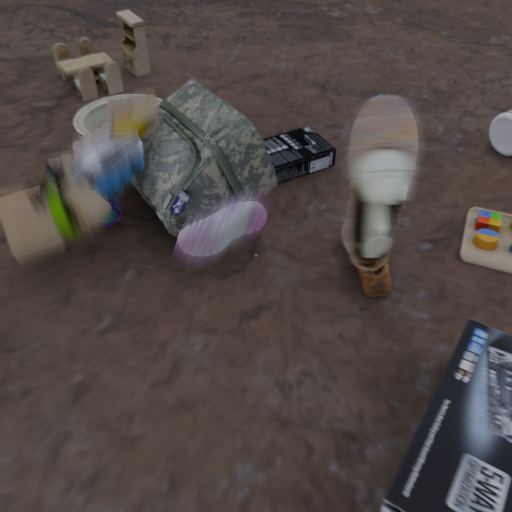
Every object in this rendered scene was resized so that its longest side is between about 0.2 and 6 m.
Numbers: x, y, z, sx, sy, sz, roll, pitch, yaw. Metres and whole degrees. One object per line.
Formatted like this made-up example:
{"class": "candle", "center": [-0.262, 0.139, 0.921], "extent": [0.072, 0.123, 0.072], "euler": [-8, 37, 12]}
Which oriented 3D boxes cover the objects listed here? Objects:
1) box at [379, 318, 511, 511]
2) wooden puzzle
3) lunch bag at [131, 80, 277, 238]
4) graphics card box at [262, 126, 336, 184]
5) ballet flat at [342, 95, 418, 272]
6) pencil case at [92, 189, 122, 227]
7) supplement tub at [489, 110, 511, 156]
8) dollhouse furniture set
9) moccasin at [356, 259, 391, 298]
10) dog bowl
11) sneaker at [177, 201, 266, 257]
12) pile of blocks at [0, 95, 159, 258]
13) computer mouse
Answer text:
{"class": "box", "center": [3.289, 2.497, 6.449], "extent": [2.837, 0.895, 3.597], "euler": [23, 37, 24]}
{"class": "wooden puzzle", "center": [4.619, -0.343, 10.374], "extent": [1.447, 0.362, 1.562], "euler": [16, 45, 16]}
{"class": "lunch bag", "center": [-1.267, -1.784, 10.887], "extent": [2.336, 1.941, 2.785], "euler": [-39, 50, -6]}
{"class": "graphics card box", "center": [0.652, -2.192, 12.299], "extent": [1.902, 0.484, 1.193], "euler": [-22, 46, -21]}
{"class": "ballet flat", "center": [1.818, -0.869, 8.159], "extent": [0.995, 2.924, 0.983], "euler": [-2, 47, 4]}
{"class": "pencil case", "center": [-3.177, -1.223, 11.082], "extent": [0.640, 0.695, 1.504], "euler": [-51, 49, 13]}
{"class": "supplement tub", "center": [6.104, -2.901, 12.703], "extent": [1.351, 0.976, 0.976], "euler": [-22, 47, -23]}
{"class": "dollhouse furniture set", "center": [-4.178, -5.516, 15.153], "extent": [2.288, 1.520, 2.006], "euler": [-24, 48, -24]}
{"class": "moccasin", "center": [1.937, -0.135, 9.856], "extent": [0.682, 0.720, 1.864], "euler": [-6, 43, 9]}
{"class": "dog bowl", "center": [-2.938, -2.812, 12.734], "extent": [2.226, 0.821, 2.226], "euler": [0, 43, 0]}
{"class": "sneaker", "center": [-0.614, -0.509, 9.597], "extent": [1.556, 0.626, 0.688], "euler": [-24, 24, -8]}
{"class": "pile of blocks", "center": [-2.885, -1.301, 9.986], "extent": [1.469, 1.112, 3.578], "euler": [44, 82, 6]}
{"class": "computer mouse", "center": [-2.483, -1.351, 8.235], "extent": [1.836, 1.007, 0.403], "euler": [-38, 90, -38]}
